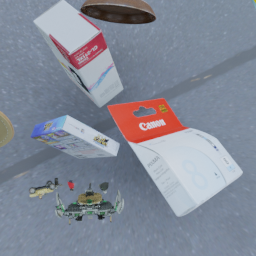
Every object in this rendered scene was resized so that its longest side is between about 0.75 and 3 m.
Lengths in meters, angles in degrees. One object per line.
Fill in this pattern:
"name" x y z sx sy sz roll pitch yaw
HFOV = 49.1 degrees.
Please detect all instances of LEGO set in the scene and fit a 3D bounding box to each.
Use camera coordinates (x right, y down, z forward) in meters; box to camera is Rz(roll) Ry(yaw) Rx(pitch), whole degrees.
"LEGO set" -1.000 1.556 5.754 1.456 2.243 0.636 -8 99 -38

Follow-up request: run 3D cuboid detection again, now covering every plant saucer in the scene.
"plant saucer" -0.245 -3.224 7.611 2.076 2.076 0.358 6 100 2

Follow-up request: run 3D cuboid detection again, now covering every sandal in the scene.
"sandal" -3.641 -0.141 6.013 3.109 1.140 1.023 -8 24 14

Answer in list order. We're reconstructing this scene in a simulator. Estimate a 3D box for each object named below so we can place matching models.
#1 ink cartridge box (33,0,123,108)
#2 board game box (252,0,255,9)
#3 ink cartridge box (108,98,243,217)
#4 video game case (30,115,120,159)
"ink cartridge box" -1.134 -1.754 7.055 0.915 2.211 1.611 -41 62 -9
"board game box" 3.090 -3.276 5.875 0.391 1.259 1.668 -12 76 -23
"ink cartridge box" 1.129 0.301 6.407 2.249 0.664 2.810 -13 64 -46
"video game case" -1.253 0.271 6.525 1.465 1.616 0.367 29 65 -35
